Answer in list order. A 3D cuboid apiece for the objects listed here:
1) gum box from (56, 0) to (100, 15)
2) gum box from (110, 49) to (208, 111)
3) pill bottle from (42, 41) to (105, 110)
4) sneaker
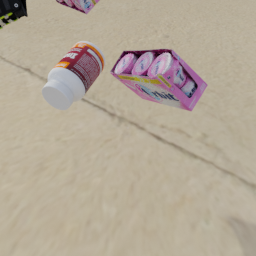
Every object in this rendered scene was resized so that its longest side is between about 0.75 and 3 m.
[{"bbox_3d":[-1.201,-3.238,6.512,1.385,0.458,0.786,36,83,37],"label":"gum box"},{"bbox_3d":[0.595,-1.039,5.874,0.655,1.123,1.979,-58,32,-5],"label":"gum box"},{"bbox_3d":[-0.674,-0.653,3.503,0.494,0.494,0.875,14,52,18],"label":"pill bottle"},{"bbox_3d":[-2.278,-2.182,5.078,0.823,1.988,0.713,29,3,-8],"label":"sneaker"}]
